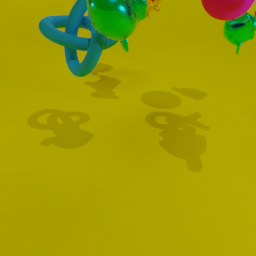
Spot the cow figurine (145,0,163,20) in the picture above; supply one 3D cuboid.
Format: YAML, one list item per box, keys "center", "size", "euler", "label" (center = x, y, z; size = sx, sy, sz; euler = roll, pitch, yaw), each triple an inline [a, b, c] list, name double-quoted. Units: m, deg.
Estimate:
- center: [0.509, -3.478, 6.678]
  size: [0.889, 1.594, 1.620]
  euler: [-16, 13, 44]
  label: "cow figurine"

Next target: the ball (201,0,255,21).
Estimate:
- center: [2.152, -2.925, 6.002]
  size: [1.163, 1.163, 1.163]
  euler: [0, 32, 0]
  label: "ball"

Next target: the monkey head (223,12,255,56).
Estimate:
- center: [2.799, -2.509, 7.028]
  size: [0.761, 1.263, 0.909]
  euler: [-20, 8, 16]
  label: "monkey head"

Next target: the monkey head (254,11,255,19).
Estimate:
- center: [2.579, -1.651, 4.105]
  size: [1.096, 1.308, 1.818]
  euler: [-8, 53, 42]
  label: "monkey head"

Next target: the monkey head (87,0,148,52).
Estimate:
- center: [-0.253, -1.886, 4.336]
  size: [0.857, 1.422, 1.023]
  euler: [-40, 50, 10]
  label: "monkey head"

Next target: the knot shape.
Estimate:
- center: [-0.851, -1.709, 5.331]
  size: [1.614, 0.746, 1.510]
  euler: [-9, 74, 7]
  label: "knot shape"
